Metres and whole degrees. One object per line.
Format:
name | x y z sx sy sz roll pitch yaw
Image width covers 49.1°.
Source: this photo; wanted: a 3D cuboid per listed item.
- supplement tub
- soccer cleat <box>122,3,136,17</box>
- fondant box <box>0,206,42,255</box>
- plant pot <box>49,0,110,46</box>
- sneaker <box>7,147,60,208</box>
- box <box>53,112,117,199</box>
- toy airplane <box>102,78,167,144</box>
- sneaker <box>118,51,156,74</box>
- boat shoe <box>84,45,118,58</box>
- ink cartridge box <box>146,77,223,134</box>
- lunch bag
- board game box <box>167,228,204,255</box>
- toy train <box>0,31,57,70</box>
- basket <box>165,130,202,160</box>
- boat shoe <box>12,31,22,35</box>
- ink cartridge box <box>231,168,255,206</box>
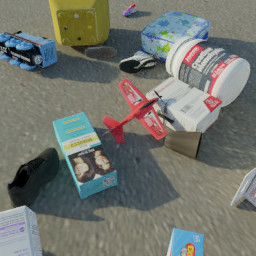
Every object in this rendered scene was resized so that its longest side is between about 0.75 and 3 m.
supplement tub | 2.649 -1.962 9.507 1.690 1.690 2.408 -30 52 -27
soccer cleat | 0.067 -6.128 14.564 0.369 0.396 1.082 28 52 25
fondant box | -2.415 2.998 4.547 2.078 0.839 2.880 -12 66 -12
plant pot | -2.035 -4.757 11.728 2.534 2.550 2.609 -3 47 -2
sneaker | -2.336 1.107 7.073 0.693 0.829 1.826 12 45 14
box | -1.235 0.642 7.684 1.009 0.603 2.453 -19 48 -18
toy airplane | 0.160 -0.335 8.280 2.125 0.391 2.125 0 80 0
sneaker | 0.252 -2.607 11.003 1.543 0.582 0.888 -10 41 -21
boat shoe | -1.117 -3.259 11.641 1.375 0.512 0.504 2 45 0
ink cartridge box | 1.701 -0.659 8.824 1.941 0.813 1.400 34 54 29
lunch bag | 2.025 -3.779 11.684 2.263 1.161 2.815 25 50 24
board game box | 0.801 2.908 4.587 0.507 1.813 1.776 9 47 9
toy train | -4.088 -3.138 11.144 2.586 1.121 1.478 25 42 28
basket | 1.555 0.403 7.916 0.910 0.619 0.821 13 82 20
boat shoe | -5.158 -4.234 12.797 0.287 0.239 0.768 34 55 27
ink cartridge box | 3.664 1.155 6.613 2.412 1.399 0.818 -28 52 -23
